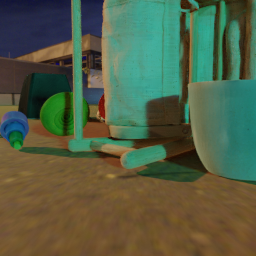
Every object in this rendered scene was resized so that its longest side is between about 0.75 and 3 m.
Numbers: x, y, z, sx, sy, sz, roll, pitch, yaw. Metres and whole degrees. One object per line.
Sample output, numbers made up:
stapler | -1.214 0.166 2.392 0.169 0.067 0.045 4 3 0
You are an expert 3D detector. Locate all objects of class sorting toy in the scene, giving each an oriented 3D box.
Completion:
sorting toy | -0.902 -0.072 5.323 2.832 0.982 0.975 -12 38 -20

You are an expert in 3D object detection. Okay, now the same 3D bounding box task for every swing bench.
swing bench | 0.646 -1.030 4.558 2.852 2.837 1.850 -4 7 -36

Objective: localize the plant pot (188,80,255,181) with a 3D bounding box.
plant pot | 1.331 0.006 3.221 1.287 1.032 1.287 0 6 0

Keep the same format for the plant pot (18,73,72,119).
plant pot | -4.156 -1.619 14.211 2.447 2.176 2.453 -3 5 -31

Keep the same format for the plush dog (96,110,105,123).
plush dog | -0.185 -0.641 9.573 1.416 1.323 1.648 16 1 -16
